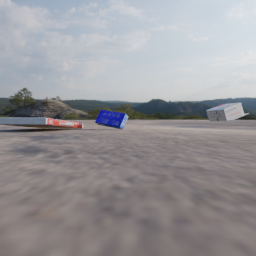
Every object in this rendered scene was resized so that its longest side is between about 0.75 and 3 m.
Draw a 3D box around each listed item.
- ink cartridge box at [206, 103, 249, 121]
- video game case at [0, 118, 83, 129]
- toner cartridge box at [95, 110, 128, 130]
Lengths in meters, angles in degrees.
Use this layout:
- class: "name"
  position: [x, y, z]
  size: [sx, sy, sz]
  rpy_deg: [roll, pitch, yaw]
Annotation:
- class: "ink cartridge box"
  position: [3.533, -0.571, 10.001]
  size: [0.785, 0.455, 1.347]
  rpy_deg: [-21, 8, -17]
- class: "video game case"
  position: [-2.232, -0.112, 7.366]
  size: [1.419, 0.173, 1.984]
  rpy_deg: [1, -2, 15]
- class: "toner cartridge box"
  position: [-0.458, -0.236, 7.765]
  size: [0.881, 0.418, 0.190]
  rpy_deg: [11, -20, 34]
